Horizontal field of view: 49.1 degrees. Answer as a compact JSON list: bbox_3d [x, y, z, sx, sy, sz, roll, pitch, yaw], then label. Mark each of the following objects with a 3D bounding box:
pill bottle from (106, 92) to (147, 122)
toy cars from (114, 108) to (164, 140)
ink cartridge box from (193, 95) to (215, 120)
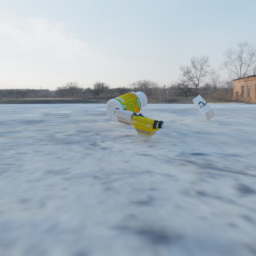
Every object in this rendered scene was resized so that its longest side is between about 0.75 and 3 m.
[{"bbox_3d":[0.005,-0.692,8.519,0.699,0.699,1.258,6,24,44],"label":"pill bottle"},{"bbox_3d":[0.166,-0.094,5.681,0.820,0.405,1.829,13,6,-23],"label":"toy cars"},{"bbox_3d":[2.802,-0.740,10.326,0.335,0.804,0.584,-38,-34,9],"label":"ink cartridge box"}]
